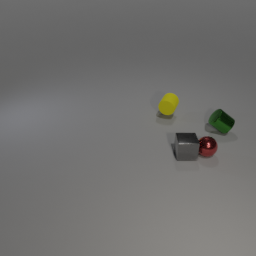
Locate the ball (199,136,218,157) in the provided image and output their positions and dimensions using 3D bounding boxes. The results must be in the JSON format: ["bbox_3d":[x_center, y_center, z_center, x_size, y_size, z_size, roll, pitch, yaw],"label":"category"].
[{"bbox_3d":[2.683,0.624,9.505,0.700,0.700,0.700,0,31,0],"label":"ball"}]

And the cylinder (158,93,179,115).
[{"bbox_3d":[1.700,-1.003,11.686,0.700,0.700,0.700,13,38,20],"label":"cylinder"}]

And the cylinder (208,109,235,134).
[{"bbox_3d":[3.559,-0.258,10.663,0.700,0.700,0.700,35,30,-11],"label":"cylinder"}]

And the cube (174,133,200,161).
[{"bbox_3d":[1.977,0.627,9.499,0.700,0.700,0.700,0,30,-1],"label":"cube"}]
